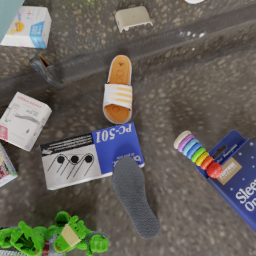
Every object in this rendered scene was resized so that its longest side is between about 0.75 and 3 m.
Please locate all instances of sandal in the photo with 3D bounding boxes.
[{"bbox_3d":[0.144,1.793,7.219,0.823,0.463,2.165,-19,92,-6],"label":"sandal"},{"bbox_3d":[-0.297,-1.218,8.068,0.844,0.631,2.204,2,74,0],"label":"sandal"}]

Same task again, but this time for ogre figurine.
[{"bbox_3d":[-1.694,2.596,6.551,2.438,1.462,1.196,-16,71,-6],"label":"ogre figurine"}]

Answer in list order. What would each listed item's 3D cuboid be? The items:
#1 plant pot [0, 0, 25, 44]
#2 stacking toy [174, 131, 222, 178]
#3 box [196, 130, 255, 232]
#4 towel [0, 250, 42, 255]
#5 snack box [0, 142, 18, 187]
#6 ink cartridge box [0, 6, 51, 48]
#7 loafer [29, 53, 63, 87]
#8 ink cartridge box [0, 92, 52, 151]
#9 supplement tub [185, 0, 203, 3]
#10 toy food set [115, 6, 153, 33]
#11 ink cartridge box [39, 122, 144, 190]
[{"bbox_3d":[-4.836,-4.334,7.443,2.888,2.950,2.896,16,75,19],"label":"plant pot"},{"bbox_3d":[1.895,0.732,7.378,0.606,0.606,1.420,-40,64,-10],"label":"stacking toy"},{"bbox_3d":[3.342,1.489,7.403,1.703,0.455,2.811,-41,77,-11],"label":"box"},{"bbox_3d":[-2.680,3.649,6.728,1.104,0.571,1.334,2,76,2],"label":"towel"},{"bbox_3d":[-4.324,1.188,7.399,2.213,0.586,1.574,-31,76,-8],"label":"snack box"},{"bbox_3d":[-3.416,-3.137,8.615,1.853,0.629,1.067,4,74,1],"label":"ink cartridge box"},{"bbox_3d":[-2.312,-1.667,8.141,1.164,0.424,0.421,42,110,-13],"label":"loafer"},{"bbox_3d":[-2.921,-0.185,7.808,0.993,0.561,1.356,23,75,6],"label":"ink cartridge box"},{"bbox_3d":[1.891,-5.291,8.710,1.637,1.637,2.332,-28,76,-8],"label":"supplement tub"},{"bbox_3d":[0.181,-3.432,8.913,1.055,0.319,0.757,-13,63,-5],"label":"toy food set"},{"bbox_3d":[-0.955,0.750,7.539,2.572,0.569,1.209,-13,76,-4],"label":"ink cartridge box"}]
